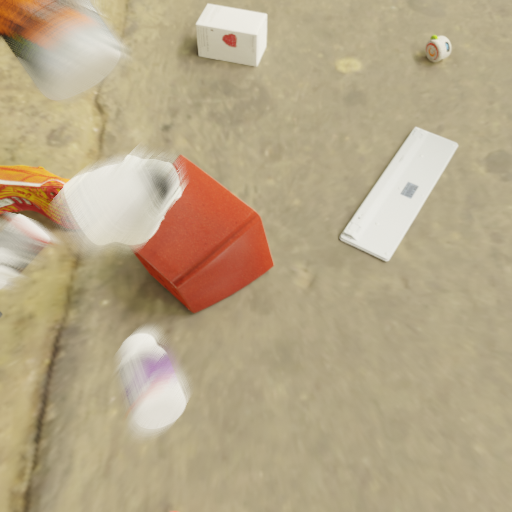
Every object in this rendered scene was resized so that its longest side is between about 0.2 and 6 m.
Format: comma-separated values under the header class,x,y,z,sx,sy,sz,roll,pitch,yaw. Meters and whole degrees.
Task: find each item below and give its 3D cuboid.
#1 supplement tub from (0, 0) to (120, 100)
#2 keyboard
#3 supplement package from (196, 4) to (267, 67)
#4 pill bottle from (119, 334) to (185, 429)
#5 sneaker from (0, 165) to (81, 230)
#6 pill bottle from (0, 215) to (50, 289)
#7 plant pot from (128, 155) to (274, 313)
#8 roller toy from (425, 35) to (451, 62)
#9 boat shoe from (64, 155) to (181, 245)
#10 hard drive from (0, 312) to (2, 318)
class,x,y,z,sx,sy,sz,roll,pitch,yaw
supplement tub,-3.112,-3.534,8.117,1.355,1.355,2.212,-37,96,-23
keyboard,2.713,-1.249,10.377,0.936,0.177,3.327,30,60,14
supplement package,-0.533,-4.920,12.502,1.399,0.848,0.838,13,56,9
pill bottle,-0.962,1.089,5.012,0.454,0.454,0.815,-20,42,-14
sneaker,-3.701,-1.184,9.845,2.706,0.988,1.044,13,41,3
pill bottle,-3.152,-0.046,7.212,0.519,0.519,0.895,37,82,23
plant pot,-0.950,-0.169,8.741,1.749,1.750,1.543,39,75,24
roller toy,4.071,-4.617,12.502,0.386,0.552,0.504,-28,69,-16
boat shoe,-1.326,-0.738,6.463,0.919,2.683,0.966,-25,90,4
hard drive,-4.633,1.008,8.741,1.051,0.199,0.734,18,57,11
